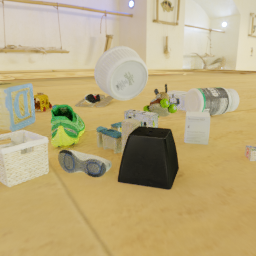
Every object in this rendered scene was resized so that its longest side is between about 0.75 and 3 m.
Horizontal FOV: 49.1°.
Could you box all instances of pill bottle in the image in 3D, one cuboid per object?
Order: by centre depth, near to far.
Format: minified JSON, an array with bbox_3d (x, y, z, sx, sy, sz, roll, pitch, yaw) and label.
[{"bbox_3d":[3.864,-1.222,12.857,2.260,1.278,1.278,-6,16,-24],"label":"pill bottle"}]

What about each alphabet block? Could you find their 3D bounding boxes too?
[{"bbox_3d":[-4.822,-0.868,10.812,1.737,1.696,1.705,2,14,12],"label":"alphabet block"}]

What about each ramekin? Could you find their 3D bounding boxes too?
[{"bbox_3d":[-0.153,-1.764,9.436,1.764,1.764,0.926,-8,35,-26],"label":"ramekin"}]

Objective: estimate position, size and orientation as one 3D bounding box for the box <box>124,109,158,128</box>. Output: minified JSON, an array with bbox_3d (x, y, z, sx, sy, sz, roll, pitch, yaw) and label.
[{"bbox_3d":[0.474,-0.238,10.256,1.276,0.744,0.384,12,20,36],"label":"box"}]

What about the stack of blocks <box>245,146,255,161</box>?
[{"bbox_3d":[3.791,0.714,7.613,1.012,0.296,0.583,1,15,2],"label":"stack of blocks"}]

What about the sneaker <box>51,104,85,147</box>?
[{"bbox_3d":[-2.007,-0.263,9.497,1.051,1.186,2.837,-3,15,-8],"label":"sneaker"}]

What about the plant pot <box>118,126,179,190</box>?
[{"bbox_3d":[0.525,0.600,6.539,1.237,1.098,1.234,6,17,17],"label":"plant pot"}]

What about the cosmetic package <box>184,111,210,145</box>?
[{"bbox_3d":[2.241,-0.018,9.122,0.762,0.910,0.757,3,16,12],"label":"cosmetic package"}]

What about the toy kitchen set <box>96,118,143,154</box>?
[{"bbox_3d":[0.031,0.076,8.482,1.455,1.070,1.817,-14,21,-42],"label":"toy kitchen set"}]

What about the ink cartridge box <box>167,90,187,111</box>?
[{"bbox_3d":[2.837,-1.430,14.505,1.369,0.788,1.876,-14,21,-42],"label":"ink cartridge box"}]

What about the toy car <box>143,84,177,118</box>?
[{"bbox_3d":[1.220,-1.092,10.578,0.993,1.209,0.954,-18,-33,39],"label":"toy car"}]

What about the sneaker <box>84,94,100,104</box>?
[{"bbox_3d":[-1.247,-0.935,9.058,0.423,0.318,0.904,-7,7,21],"label":"sneaker"}]

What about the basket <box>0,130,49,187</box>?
[{"bbox_3d":[-2.643,0.658,6.614,1.160,0.933,1.149,14,20,39],"label":"basket"}]

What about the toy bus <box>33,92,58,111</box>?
[{"bbox_3d":[-4.397,-1.347,14.075,1.583,0.867,1.678,-12,20,-38],"label":"toy bus"}]

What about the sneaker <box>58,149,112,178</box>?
[{"bbox_3d":[-1.076,0.865,6.902,1.463,0.545,0.637,14,8,24],"label":"sneaker"}]

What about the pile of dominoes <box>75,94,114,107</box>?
[{"bbox_3d":[-1.774,-1.419,15.777,1.711,0.350,2.195,5,24,14],"label":"pile of dominoes"}]
